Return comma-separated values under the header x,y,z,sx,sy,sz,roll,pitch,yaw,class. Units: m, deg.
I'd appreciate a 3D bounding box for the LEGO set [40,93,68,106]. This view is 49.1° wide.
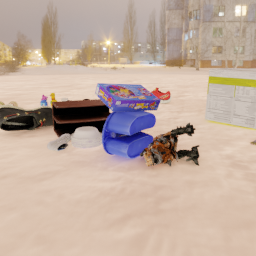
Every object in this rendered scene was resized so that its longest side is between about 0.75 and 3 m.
x,y,z,sx,sy,sz,roll,pitch,yaw,class
-4.517,-1.721,16.653,1.945,0.798,0.742,4,15,16,LEGO set

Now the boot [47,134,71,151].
x,y,z,sx,sy,sz,roll,pitch,yaw,class
-2.039,0.493,8.868,0.474,0.365,0.992,15,28,29,boot

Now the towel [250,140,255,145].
x,y,z,sx,sy,sz,roll,pitch,yaw,class
4.544,0.473,9.327,0.879,0.100,0.632,-13,18,-40,towel

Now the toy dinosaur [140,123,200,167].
x,y,z,sx,sy,sz,roll,pitch,yaw,class
1.138,0.434,7.794,1.497,1.127,2.206,-11,31,23,toy dinosaur

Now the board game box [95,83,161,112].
x,y,z,sx,sy,sz,roll,pitch,yaw,class
0.002,-0.915,8.251,1.616,0.362,1.086,-4,35,-36,board game box

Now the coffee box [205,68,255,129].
x,y,z,sx,sy,sz,roll,pitch,yaw,class
5.025,-1.400,12.227,2.321,2.295,2.317,15,20,43,coffee box

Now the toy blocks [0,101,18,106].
x,y,z,sx,sy,sz,roll,pitch,yaw,class
-6.439,-1.045,14.544,1.175,0.512,1.410,-2,14,-11,toy blocks

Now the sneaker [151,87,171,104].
x,y,z,sx,sy,sz,roll,pitch,yaw,class
1.712,-2.134,17.970,2.243,0.952,0.864,6,15,23,sneaker

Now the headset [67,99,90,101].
x,y,z,sx,sy,sz,roll,pitch,yaw,class
-2.317,-1.008,14.522,1.933,0.908,1.193,19,22,12,headset

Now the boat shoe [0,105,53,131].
x,y,z,sx,sy,sz,roll,pitch,yaw,class
-3.736,-0.308,11.032,2.762,1.010,0.865,0,46,-40,boat shoe

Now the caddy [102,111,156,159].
x,y,z,sx,sy,sz,roll,pitch,yaw,class
-0.002,0.110,8.212,1.016,1.368,1.935,16,17,30,caddy

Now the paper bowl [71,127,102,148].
x,y,z,sx,sy,sz,roll,pitch,yaw,class
-1.353,0.277,9.231,1.030,0.536,1.030,-1,13,0,paper bowl

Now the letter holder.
x,y,z,sx,sy,sz,roll,pitch,yaw,class
-1.550,-0.355,10.516,2.296,1.155,1.632,-6,17,-22,letter holder
